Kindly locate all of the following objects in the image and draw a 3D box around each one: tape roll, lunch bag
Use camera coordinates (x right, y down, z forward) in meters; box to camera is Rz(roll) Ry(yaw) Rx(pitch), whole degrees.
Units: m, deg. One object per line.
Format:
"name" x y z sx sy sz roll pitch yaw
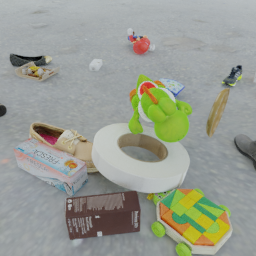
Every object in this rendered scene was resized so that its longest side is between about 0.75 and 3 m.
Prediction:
"tape roll" 0.328 0.662 7.166 2.511 0.459 2.511 11 27 -6
"lunch bag" 1.508 -1.446 10.553 1.023 0.652 0.870 10 35 31

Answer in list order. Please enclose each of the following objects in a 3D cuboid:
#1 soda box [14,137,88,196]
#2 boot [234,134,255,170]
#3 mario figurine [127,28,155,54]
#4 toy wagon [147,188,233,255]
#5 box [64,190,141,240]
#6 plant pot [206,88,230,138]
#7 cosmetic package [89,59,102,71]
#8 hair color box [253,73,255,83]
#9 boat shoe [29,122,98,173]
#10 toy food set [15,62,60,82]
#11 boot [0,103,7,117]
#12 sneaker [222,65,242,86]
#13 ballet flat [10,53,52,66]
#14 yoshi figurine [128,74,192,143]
"soda box" -1.964 0.933 7.065 1.952 0.668 0.621 20 39 27
"boot" 3.512 0.375 7.499 0.582 1.097 1.667 -9 36 -11
"mario figurine" 0.697 -4.705 14.884 1.313 1.127 2.127 -9 34 -10
"toy wagon" 1.188 1.832 6.016 1.499 0.382 1.932 -27 43 -34
"box" -0.503 1.792 5.764 1.491 0.747 0.559 -6 35 -7
"plant pot" 2.311 -0.409 7.287 0.187 1.359 1.359 22 40 23
"cosmetic package" -1.490 -2.939 13.031 0.417 0.304 0.820 6 36 8
"hair color box" 6.077 -2.101 11.225 1.734 0.962 0.554 27 43 32
"boat shoe" -1.669 0.457 7.573 2.537 0.877 0.935 13 37 19
"toy food set" -3.974 -2.571 12.326 1.594 0.481 1.144 16 38 22
"boot" -5.131 -0.690 9.484 1.643 0.601 1.237 -20 40 -32
"sneaker" 4.360 -2.199 11.675 0.554 0.607 1.500 21 40 28
"ballet flat" -4.602 -3.262 13.264 1.969 0.559 0.654 -4 35 -6
"yoshi figurine" 0.794 -0.385 7.113 1.502 1.508 2.683 17 14 -8
